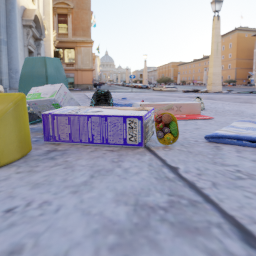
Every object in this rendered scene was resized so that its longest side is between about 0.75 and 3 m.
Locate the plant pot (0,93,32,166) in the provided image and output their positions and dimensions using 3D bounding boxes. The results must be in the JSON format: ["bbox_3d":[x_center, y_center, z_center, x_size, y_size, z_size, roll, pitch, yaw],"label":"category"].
[{"bbox_3d":[-2.434,0.089,4.800,1.182,1.182,1.042,-1,20,-3],"label":"plant pot"}]

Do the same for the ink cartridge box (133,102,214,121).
[{"bbox_3d":[1.806,-0.756,11.719,2.754,0.616,2.426,-2,8,-13],"label":"ink cartridge box"}]

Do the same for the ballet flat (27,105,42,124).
[{"bbox_3d":[-3.326,-0.558,9.975,0.800,0.800,2.190,3,9,17],"label":"ballet flat"}]

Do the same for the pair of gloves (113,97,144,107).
[{"bbox_3d":[-0.480,-1.129,13.698,2.176,0.308,2.707,1,20,25],"label":"pair of gloves"}]

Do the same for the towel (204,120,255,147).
[{"bbox_3d":[3.307,0.102,7.101,1.950,0.316,2.655,5,10,36],"label":"towel"}]

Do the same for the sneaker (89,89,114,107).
[{"bbox_3d":[-1.063,-0.822,10.401,1.111,1.168,2.948,0,10,-9],"label":"sneaker"}]

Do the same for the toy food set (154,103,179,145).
[{"bbox_3d":[0.808,-0.065,6.120,0.527,0.896,0.293,-11,-5,20],"label":"toy food set"}]

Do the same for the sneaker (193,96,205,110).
[{"bbox_3d":[3.912,-1.379,15.382,0.631,0.754,1.703,1,7,14],"label":"sneaker"}]

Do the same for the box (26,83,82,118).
[{"bbox_3d":[-2.176,-0.705,8.305,1.261,0.610,1.112,-1,-36,31],"label":"box"}]

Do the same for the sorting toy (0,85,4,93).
[{"bbox_3d":[-3.237,-0.369,6.089,0.468,1.336,1.344,27,0,-28],"label":"sorting toy"}]

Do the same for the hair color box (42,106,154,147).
[{"bbox_3d":[-0.654,-0.092,6.729,2.414,0.782,1.319,3,12,14],"label":"hair color box"}]

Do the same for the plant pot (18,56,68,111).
[{"bbox_3d":[-4.158,-2.116,13.804,1.883,2.666,1.884,3,10,21],"label":"plant pot"}]
